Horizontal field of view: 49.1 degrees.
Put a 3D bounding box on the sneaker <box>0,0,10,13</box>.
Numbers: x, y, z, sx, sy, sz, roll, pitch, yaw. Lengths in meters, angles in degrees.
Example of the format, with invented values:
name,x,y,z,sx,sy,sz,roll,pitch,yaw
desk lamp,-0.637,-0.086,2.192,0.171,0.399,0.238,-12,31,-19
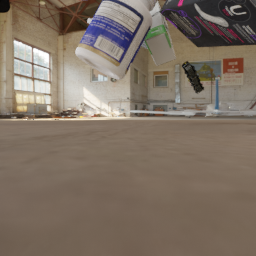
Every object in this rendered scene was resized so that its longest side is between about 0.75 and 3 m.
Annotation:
name,x,y,z,sx,sy,sz,roll,pitch,yaw
sneaker,-1.888,-3.200,4.777,1.036,2.890,1.197,28,-7,35

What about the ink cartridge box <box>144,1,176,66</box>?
name,x,y,z,sx,sy,sz,roll,pitch,yaw
ink cartridge box,1.053,-3.440,10.130,0.786,1.870,1.365,-17,-34,17

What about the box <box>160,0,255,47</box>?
name,x,y,z,sx,sy,sz,roll,pitch,yaw
box,2.490,-3.160,6.877,1.821,1.580,2.978,30,-1,-29

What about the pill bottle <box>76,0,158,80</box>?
name,x,y,z,sx,sy,sz,roll,pitch,yaw
pill bottle,-0.236,-3.047,8.455,1.667,2.785,1.667,28,0,0

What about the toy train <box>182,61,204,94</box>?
name,x,y,z,sx,sy,sz,roll,pitch,yaw
toy train,2.214,-1.694,9.550,0.372,0.499,2.178,-35,-25,12

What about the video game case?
name,x,y,z,sx,sy,sz,roll,pitch,yaw
video game case,-0.351,-3.626,10.758,1.813,0.219,1.989,3,29,-41
